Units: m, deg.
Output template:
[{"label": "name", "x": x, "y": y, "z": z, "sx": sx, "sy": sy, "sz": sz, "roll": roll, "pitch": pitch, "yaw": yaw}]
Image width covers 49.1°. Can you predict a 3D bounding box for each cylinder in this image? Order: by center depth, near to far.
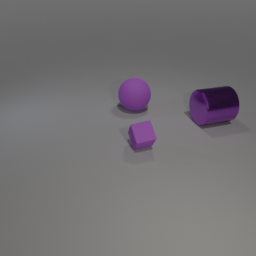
[{"label": "cylinder", "x": 3.345, "y": -0.882, "z": 10.974, "sx": 1.400, "sy": 1.400, "sz": 1.400, "roll": -9, "pitch": 31, "yaw": -15}]

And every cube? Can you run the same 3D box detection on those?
[{"label": "cube", "x": 0.465, "y": 0.248, "z": 9.402, "sx": 0.700, "sy": 0.700, "sz": 0.700, "roll": -13, "pitch": 70, "yaw": -13}]

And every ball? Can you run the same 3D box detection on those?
[{"label": "ball", "x": 0.280, "y": -1.436, "z": 11.939, "sx": 1.400, "sy": 1.400, "sz": 1.400, "roll": 0, "pitch": 30, "yaw": 0}]
